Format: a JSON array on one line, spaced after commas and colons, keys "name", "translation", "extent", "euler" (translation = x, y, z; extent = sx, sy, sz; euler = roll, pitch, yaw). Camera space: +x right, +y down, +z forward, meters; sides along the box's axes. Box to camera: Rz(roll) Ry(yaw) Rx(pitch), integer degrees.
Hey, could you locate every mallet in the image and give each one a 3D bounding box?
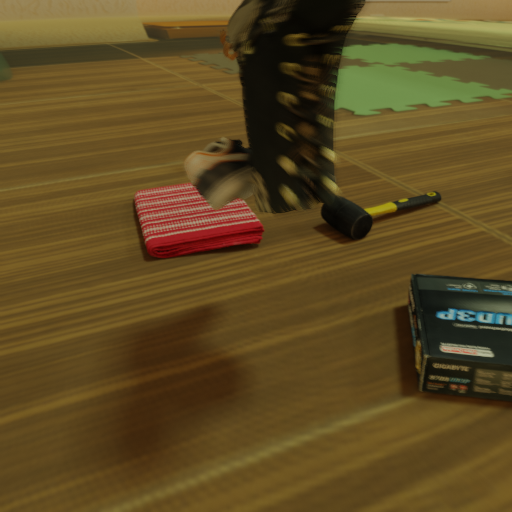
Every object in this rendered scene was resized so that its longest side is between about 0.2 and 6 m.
[{"name": "mallet", "translation": [2.370, -0.952, 10.469], "extent": [2.738, 0.563, 0.902], "euler": [-19, 39, -38]}]

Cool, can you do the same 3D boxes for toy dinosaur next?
[{"name": "toy dinosaur", "translation": [-0.252, -4.396, 12.052], "extent": [1.041, 1.960, 0.592], "euler": [-1, 34, -25]}]

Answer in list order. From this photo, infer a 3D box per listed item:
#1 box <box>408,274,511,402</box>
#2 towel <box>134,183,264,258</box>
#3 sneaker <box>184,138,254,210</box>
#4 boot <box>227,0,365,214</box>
[{"name": "box", "translation": [3.105, 0.969, 6.808], "extent": [2.353, 0.541, 1.870], "euler": [5, 29, 9]}, {"name": "towel", "translation": [-1.145, -0.764, 10.269], "extent": [1.995, 0.310, 2.759], "euler": [-10, 28, -13]}, {"name": "sneaker", "translation": [-0.248, -1.025, 6.485], "extent": [0.662, 0.654, 1.668], "euler": [49, 22, 3]}, {"name": "boot", "translation": [0.501, -1.473, 5.024], "extent": [1.001, 2.093, 2.772], "euler": [-9, 5, -16]}]
